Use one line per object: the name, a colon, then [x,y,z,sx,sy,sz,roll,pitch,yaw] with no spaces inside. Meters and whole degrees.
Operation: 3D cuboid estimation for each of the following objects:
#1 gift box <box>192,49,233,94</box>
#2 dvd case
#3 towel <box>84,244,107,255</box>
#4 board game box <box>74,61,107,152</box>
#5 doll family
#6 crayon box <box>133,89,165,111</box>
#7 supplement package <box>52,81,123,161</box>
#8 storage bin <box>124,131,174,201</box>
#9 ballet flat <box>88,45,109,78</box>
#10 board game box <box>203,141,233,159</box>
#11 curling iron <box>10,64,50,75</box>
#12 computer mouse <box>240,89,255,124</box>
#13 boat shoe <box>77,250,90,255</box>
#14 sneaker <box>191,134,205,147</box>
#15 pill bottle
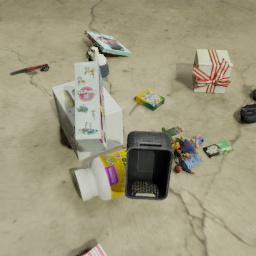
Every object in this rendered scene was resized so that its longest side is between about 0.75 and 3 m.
gift box: [3.707,-2.625,12.678,1.669,1.808,1.689,0,45,7]
dvd case: [-1.156,-4.666,15.386,1.762,0.266,2.413,-2,37,-37]
towel: [-0.940,3.546,7.151,0.988,0.148,0.723,-31,91,-30]
board game box: [-1.061,-0.552,8.131,0.711,1.632,2.212,-5,75,-1]
doll family: [1.789,0.772,9.886,1.124,0.763,1.944,-21,51,-27]
crayon box: [0.897,-1.295,12.313,1.229,0.317,0.773,33,53,30]
supplement package: [-1.501,-0.426,10.357,1.781,1.768,2.346,-20,47,-20]
storage bin: [0.475,0.926,6.820,1.063,1.572,0.737,3,31,0]
ballet flat: [-1.556,-3.506,14.242,0.889,0.889,2.433,-13,46,-13]
board game box: [3.318,0.791,10.305,0.985,0.116,0.516,-15,44,-15]
curling iron: [-4.907,-2.917,14.041,1.979,0.253,0.491,-11,46,-12]
computer mouse: [5.416,-0.932,11.933,0.809,0.470,2.759,2,33,37]
boat shoe: [-1.408,3.635,7.189,1.303,0.467,0.496,-23,75,-22]
sneaker: [2.562,0.569,10.394,0.340,0.327,0.867,33,54,23]
pill bottle: [-0.291,1.419,8.752,2.588,1.349,1.349,-16,46,-15]
